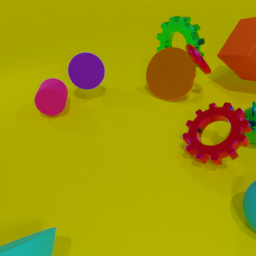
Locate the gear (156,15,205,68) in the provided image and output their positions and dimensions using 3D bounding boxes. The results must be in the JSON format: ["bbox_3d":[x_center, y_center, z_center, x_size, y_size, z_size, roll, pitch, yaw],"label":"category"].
[{"bbox_3d":[1.733,-2.788,9.496,0.348,1.880,1.880,-24,41,-32],"label":"gear"}]

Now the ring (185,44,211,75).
[{"bbox_3d":[2.034,-1.991,8.124,0.218,1.089,1.089,-38,32,16],"label":"ring"}]

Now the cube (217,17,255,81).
[{"bbox_3d":[3.865,-2.325,8.375,1.382,1.382,1.382,32,2,-25],"label":"cube"}]

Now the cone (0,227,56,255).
[{"bbox_3d":[-1.329,2.151,3.198,1.482,1.482,1.487,-17,79,-22],"label":"cone"}]

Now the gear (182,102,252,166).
[{"bbox_3d":[1.833,0.099,5.882,1.372,0.254,1.372,-22,48,27],"label":"gear"}]

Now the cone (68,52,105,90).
[{"bbox_3d":[-1.282,-1.660,8.442,1.045,1.045,1.049,-8,7,-12],"label":"cone"}]

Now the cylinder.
[{"bbox_3d":[-2.071,-0.859,7.639,0.803,0.803,0.803,-4,29,-5],"label":"cylinder"}]

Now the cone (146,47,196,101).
[{"bbox_3d":[1.577,-1.642,8.865,1.544,1.544,1.550,19,13,25],"label":"cone"}]

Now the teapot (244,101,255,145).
[{"bbox_3d":[2.968,-0.078,6.338,1.007,1.619,0.793,4,64,34],"label":"teapot"}]

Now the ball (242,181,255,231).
[{"bbox_3d":[2.345,1.256,4.413,1.004,1.004,1.004,0,35,0],"label":"ball"}]
